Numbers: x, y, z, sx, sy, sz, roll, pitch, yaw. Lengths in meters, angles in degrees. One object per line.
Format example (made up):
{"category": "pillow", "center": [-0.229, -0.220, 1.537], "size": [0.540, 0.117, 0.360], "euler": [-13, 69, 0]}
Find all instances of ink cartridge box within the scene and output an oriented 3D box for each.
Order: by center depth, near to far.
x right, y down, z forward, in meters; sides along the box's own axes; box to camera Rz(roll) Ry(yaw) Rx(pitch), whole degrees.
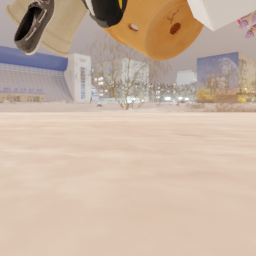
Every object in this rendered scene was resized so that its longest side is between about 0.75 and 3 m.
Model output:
{"category": "ink cartridge box", "center": [2.218, -2.802, 5.164], "size": [2.139, 0.901, 1.546], "euler": [-24, 28, 12]}

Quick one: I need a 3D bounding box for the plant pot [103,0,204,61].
{"category": "plant pot", "center": [0.711, -3.000, 7.159], "size": [2.683, 2.683, 1.878], "euler": [-3, 49, -41]}

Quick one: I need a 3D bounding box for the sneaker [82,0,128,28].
{"category": "sneaker", "center": [0.159, -2.347, 2.773], "size": [1.174, 2.609, 0.912], "euler": [8, 11, 9]}

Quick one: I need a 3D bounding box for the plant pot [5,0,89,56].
{"category": "plant pot", "center": [-1.859, -3.218, 7.355], "size": [1.933, 1.770, 1.933], "euler": [39, 18, -15]}

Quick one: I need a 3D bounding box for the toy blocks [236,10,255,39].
{"category": "toy blocks", "center": [3.028, -2.822, 6.896], "size": [1.059, 1.258, 1.176], "euler": [-43, 12, 0]}

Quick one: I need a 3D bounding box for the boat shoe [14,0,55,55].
{"category": "boat shoe", "center": [-1.901, -2.252, 5.737], "size": [0.507, 1.518, 0.433], "euler": [9, -14, 23]}
